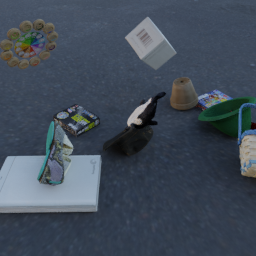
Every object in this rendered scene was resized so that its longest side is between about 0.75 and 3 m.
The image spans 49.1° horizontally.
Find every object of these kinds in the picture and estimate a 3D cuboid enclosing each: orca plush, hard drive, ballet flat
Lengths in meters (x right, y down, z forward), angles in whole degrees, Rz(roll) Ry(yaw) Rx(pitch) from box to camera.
[{"bbox_3d":[0.491,-0.306,6.352,0.532,1.496,0.787,26,49,-12],"label":"orca plush"},{"bbox_3d":[-2.263,1.533,7.992,2.875,0.384,1.896,0,37,-1],"label":"hard drive"},{"bbox_3d":[-2.051,0.742,8.217,0.891,0.891,2.478,-3,37,-4],"label":"ballet flat"}]

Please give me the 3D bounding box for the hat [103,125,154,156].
[{"bbox_3d":[0.209,0.322,9.087,2.113,0.853,2.113,-36,7,5],"label":"hat"}]

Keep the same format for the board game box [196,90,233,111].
[{"bbox_3d":[3.481,-1.119,11.553,1.400,0.241,0.948,-22,43,-26],"label":"board game box"}]

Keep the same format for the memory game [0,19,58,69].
[{"bbox_3d":[-2.351,-1.976,6.756,1.490,1.490,0.095,-27,70,-31],"label":"memory game"}]

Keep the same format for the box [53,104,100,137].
[{"bbox_3d":[-1.917,-0.317,10.451,1.413,0.313,1.132,31,47,34],"label":"box"}]

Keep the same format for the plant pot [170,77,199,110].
[{"bbox_3d":[2.208,-1.452,11.206,1.139,0.989,1.139,-11,36,8],"label":"plant pot"}]

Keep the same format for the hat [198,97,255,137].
[{"bbox_3d":[3.910,0.193,9.905,1.971,2.095,2.380,-29,12,-20],"label":"hat"}]

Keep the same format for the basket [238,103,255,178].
[{"bbox_3d":[4.188,0.404,8.244,1.972,1.555,2.236,12,73,15],"label":"basket"}]

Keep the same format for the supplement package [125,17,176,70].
[{"bbox_3d":[0.876,-2.984,10.164,1.064,1.067,1.820,56,18,14],"label":"supplement package"}]
